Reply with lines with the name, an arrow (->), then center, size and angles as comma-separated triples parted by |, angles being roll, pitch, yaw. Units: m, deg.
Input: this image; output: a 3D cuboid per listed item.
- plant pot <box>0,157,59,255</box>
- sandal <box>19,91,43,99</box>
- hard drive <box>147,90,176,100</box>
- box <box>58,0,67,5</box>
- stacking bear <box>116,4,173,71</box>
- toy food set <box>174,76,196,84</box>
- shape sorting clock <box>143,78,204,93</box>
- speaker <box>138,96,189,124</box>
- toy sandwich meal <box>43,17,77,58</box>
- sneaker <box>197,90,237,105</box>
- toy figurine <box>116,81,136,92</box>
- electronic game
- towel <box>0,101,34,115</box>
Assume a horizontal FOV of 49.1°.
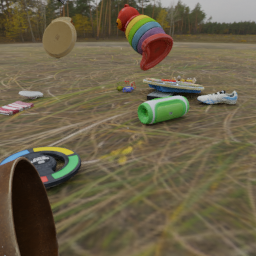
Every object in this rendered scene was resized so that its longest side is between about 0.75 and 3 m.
plant pot -> -1.941, 1.396, 3.270 | 1.830, 1.711, 1.711 | -14, 23, -6
sandal -> -4.215, -1.401, 12.256 | 0.472, 0.285, 1.159 | 32, 22, 30
hard drive -> 1.506, -1.451, 12.415 | 0.926, 0.218, 1.327 | 10, 23, 25
box -> -2.537, -4.606, 9.260 | 0.999, 0.315, 1.267 | 31, 13, -36
stacking bear -> 0.426, -3.496, 10.189 | 1.346, 1.437, 2.366 | -28, 64, -17
toy food set -> 3.138, -2.669, 15.430 | 1.124, 0.340, 0.807 | 2, 21, 4
shape sorting clock -> 2.100, -2.042, 12.982 | 2.839, 0.557, 2.839 | 3, 14, -1
speaker -> 1.221, -0.630, 9.493 | 1.769, 0.782, 0.782 | -14, 25, -31
toy sandwich meal -> -2.617, -3.497, 10.945 | 1.646, 1.646, 0.564 | 7, 0, 18
sneaker -> 3.642, -1.264, 11.443 | 1.603, 0.581, 0.576 | -1, 22, 1
toy figurine -> -0.075, -1.934, 13.364 | 0.939, 0.496, 0.563 | -2, 26, -3
electronic game -> -1.955, 0.828, 6.217 | 1.810, 0.377, 1.810 | 0, 21, 0
towel -> -4.414, -0.786, 10.784 | 0.933, 0.147, 1.296 | 8, 23, 23
